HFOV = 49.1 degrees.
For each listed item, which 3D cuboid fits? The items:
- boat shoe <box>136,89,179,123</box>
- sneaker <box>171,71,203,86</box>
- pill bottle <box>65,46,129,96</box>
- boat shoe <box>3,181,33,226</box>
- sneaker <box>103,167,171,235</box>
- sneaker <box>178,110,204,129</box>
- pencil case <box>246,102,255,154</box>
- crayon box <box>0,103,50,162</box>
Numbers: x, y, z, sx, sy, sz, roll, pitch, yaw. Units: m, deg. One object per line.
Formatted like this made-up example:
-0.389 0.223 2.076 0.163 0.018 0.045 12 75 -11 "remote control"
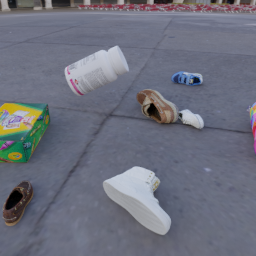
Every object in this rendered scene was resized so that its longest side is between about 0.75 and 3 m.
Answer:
0.980 -0.905 11.280 0.885 0.934 2.466 -17 31 -26 "boat shoe"
3.100 -2.567 14.643 1.666 0.616 0.685 1 31 4 "sneaker"
-1.196 -2.245 10.969 2.245 1.273 1.273 -22 26 13 "pill bottle"
-2.683 1.711 6.885 0.490 0.490 1.393 -5 27 -3 "boat shoe"
0.483 1.583 6.815 1.218 0.776 2.107 -25 36 -33 "sneaker"
2.343 -0.293 10.647 0.505 0.521 1.427 -18 23 -12 "sneaker"
4.740 -0.045 9.317 1.322 1.322 2.992 8 30 14 "pencil case"
-3.858 0.060 9.541 1.672 0.820 2.814 0 29 0 "crayon box"
